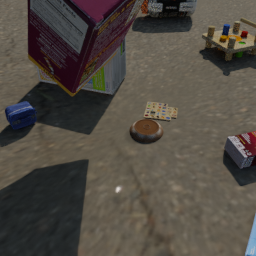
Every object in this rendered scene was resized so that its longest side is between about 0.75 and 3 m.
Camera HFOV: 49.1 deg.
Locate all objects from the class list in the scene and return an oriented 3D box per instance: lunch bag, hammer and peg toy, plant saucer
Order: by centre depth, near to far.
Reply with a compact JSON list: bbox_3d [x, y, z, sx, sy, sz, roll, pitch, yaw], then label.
[{"bbox_3d":[0.517,0.023,7.777,0.953,0.174,0.953,1,41,-1],"label":"plant saucer"},{"bbox_3d":[-2.976,-0.343,7.904,0.812,0.552,0.537,-25,47,-28],"label":"lunch bag"},{"bbox_3d":[4.590,-3.687,11.519,2.594,0.915,1.908,-16,42,-18],"label":"hammer and peg toy"}]

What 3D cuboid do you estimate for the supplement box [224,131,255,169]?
[{"bbox_3d":[3.274,0.481,7.042,1.419,0.432,0.772,-10,42,-14],"label":"supplement box"}]

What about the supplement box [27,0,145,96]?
[{"bbox_3d":[-0.922,-2.213,5.820,1.489,2.886,1.889,42,65,-3],"label":"supplement box"}]

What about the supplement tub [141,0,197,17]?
[{"bbox_3d":[2.030,-6.527,14.235,2.667,1.634,1.634,-4,41,-4],"label":"supplement tub"}]

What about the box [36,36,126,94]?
[{"bbox_3d":[-1.595,-2.352,9.431,2.813,1.582,1.426,12,42,14],"label":"box"}]

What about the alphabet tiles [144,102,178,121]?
[{"bbox_3d":[1.011,-0.512,8.499,0.966,0.036,0.807,8,41,9],"label":"alphabet tiles"}]

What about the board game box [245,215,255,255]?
[{"bbox_3d":[3.123,2.079,4.964,1.721,0.315,1.302,8,39,32],"label":"board game box"}]
